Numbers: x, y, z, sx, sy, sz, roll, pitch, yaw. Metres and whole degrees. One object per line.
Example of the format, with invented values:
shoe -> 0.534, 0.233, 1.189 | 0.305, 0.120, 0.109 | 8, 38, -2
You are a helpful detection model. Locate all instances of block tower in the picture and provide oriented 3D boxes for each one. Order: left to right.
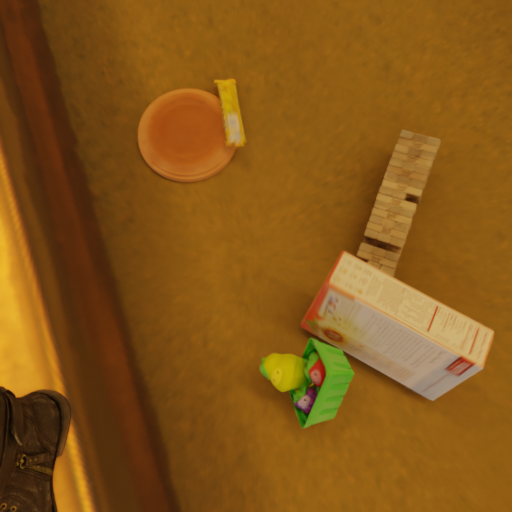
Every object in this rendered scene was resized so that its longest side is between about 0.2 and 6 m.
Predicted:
block tower -> 2.236, -0.840, 8.841 | 0.628, 0.672, 2.324 | 19, 88, 15

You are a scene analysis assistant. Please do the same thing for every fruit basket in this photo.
fruit basket -> 0.651, 1.770, 7.987 | 1.219, 1.219, 0.879 | -18, 34, -4

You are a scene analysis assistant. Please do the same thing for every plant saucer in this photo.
plant saucer -> -1.173, -2.109, 9.547 | 1.709, 0.320, 1.709 | 0, 77, -2

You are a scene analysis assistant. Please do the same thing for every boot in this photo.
boot -> -3.405, 3.082, 6.989 | 1.168, 2.937, 3.373 | 3, 77, 0

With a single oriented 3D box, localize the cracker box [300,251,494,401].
cracker box -> 1.942, 1.059, 8.115 | 2.328, 1.559, 0.671 | 30, 60, 7

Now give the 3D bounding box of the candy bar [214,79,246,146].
candy bar -> -0.436, -2.451, 9.457 | 0.368, 0.164, 1.478 | -4, 64, -12
